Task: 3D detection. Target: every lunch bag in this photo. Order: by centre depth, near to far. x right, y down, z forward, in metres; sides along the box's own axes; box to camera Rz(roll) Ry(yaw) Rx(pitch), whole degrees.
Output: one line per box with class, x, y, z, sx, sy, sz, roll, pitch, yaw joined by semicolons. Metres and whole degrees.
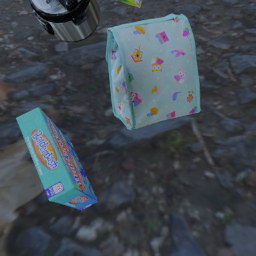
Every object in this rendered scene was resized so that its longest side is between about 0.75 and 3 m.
lunch bag;0.438;-1.064;5.141;1.534;1.801;1.098;-16;24;-16

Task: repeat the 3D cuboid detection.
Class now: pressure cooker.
pressure cooker;-1.654;-3.330;7.281;1.631;1.854;1.656;9;83;6

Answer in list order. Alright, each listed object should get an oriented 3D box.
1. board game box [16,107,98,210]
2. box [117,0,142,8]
board game box;-0.765;0.434;3.279;0.281;1.248;0.949;-27;71;-5
box;-0.042;-4.446;8.706;1.220;0.773;1.267;16;9;-4
